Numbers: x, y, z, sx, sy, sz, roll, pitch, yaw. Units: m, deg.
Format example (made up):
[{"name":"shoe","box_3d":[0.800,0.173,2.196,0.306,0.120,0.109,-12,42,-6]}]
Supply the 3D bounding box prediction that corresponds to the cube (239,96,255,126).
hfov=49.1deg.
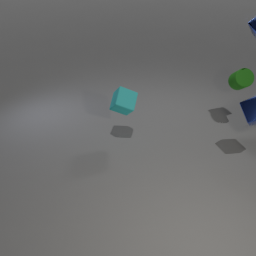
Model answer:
[{"name":"cube","box_3d":[3.960,-0.540,8.670,0.700,0.700,0.700,-23,-18,24]}]

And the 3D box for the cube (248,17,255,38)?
[{"name":"cube","box_3d":[4.482,-3.267,9.140,0.700,0.700,0.700,24,38,-51]}]

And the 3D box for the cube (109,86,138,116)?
[{"name":"cube","box_3d":[-0.158,-0.937,9.831,0.700,0.700,0.700,18,-18,-18]}]

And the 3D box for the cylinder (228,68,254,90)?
[{"name":"cylinder","box_3d":[4.215,-1.814,10.452,0.700,0.700,0.700,-1,-2,-3]}]
